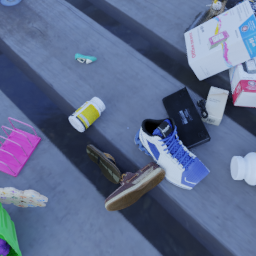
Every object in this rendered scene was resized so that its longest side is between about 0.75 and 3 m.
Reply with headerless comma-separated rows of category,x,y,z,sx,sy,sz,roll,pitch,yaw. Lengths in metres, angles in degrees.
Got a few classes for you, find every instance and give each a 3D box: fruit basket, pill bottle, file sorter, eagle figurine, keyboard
fruit basket,-4.418,3.736,7.474,2.967,2.140,2.967,-3,41,3
pill bottle,4.510,1.369,9.303,1.940,1.087,1.087,2,59,2
file sorter,-4.081,0.621,9.784,1.144,1.033,1.647,20,61,11
pill bottle,-1.529,-0.539,10.653,0.755,0.755,1.322,36,66,20
eagle figurine,4.085,-5.194,13.072,2.253,2.241,2.970,19,95,53
keyboard,2.361,-0.463,10.683,1.484,0.317,2.472,-26,60,13

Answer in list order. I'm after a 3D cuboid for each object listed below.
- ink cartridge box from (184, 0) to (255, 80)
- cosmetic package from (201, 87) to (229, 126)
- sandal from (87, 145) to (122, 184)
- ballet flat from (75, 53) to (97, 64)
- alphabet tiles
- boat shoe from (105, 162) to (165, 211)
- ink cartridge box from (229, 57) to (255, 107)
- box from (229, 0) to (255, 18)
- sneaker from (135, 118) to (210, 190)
ink cartridge box,3.836,-3.486,11.365,2.805,1.187,2.027,-23,48,30
cosmetic package,3.403,-0.863,10.980,0.742,0.524,1.433,17,61,12
sandal,-0.777,1.173,9.771,0.483,0.723,1.769,-25,52,-39
ballet flat,-1.885,-3.052,12.467,1.012,0.341,0.356,13,84,8
alphabet tiles,-3.323,2.080,8.407,1.711,1.673,0.125,-8,56,19
boat shoe,0.130,1.854,9.243,2.291,0.826,0.825,-32,51,-18
ink cartridge box,5.215,-2.088,11.408,1.828,1.061,2.477,3,60,3
box,6.166,-5.559,13.593,1.992,0.495,1.977,39,50,19
sneaker,1.361,0.676,9.365,1.185,1.694,2.932,-41,67,-20
